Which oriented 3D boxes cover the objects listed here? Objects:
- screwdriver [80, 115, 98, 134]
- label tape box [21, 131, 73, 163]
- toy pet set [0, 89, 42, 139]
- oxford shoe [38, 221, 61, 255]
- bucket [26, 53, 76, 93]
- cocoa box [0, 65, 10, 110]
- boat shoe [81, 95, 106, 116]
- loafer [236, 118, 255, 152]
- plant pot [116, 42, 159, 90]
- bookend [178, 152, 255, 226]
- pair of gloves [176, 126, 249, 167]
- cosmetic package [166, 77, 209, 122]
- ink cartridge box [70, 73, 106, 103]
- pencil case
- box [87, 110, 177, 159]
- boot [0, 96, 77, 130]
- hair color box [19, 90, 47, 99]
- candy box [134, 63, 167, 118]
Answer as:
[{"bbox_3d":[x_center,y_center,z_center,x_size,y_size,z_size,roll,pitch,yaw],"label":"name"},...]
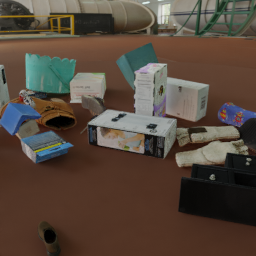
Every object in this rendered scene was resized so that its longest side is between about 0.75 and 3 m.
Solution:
[{"bbox_3d":[-1.470,-0.109,10.765,0.210,0.219,1.503,-32,17,31],"label":"screwdriver"},{"bbox_3d":[-2.473,0.639,8.592,1.074,0.471,1.489,-18,29,-36],"label":"label tape box"},{"bbox_3d":[-4.159,-0.494,9.606,2.107,1.199,2.257,37,61,27],"label":"toy pet set"},{"bbox_3d":[-1.542,2.048,5.454,0.329,0.383,0.907,-17,27,-30],"label":"oxford shoe"},{"bbox_3d":[-4.027,-2.837,14.551,2.677,1.742,2.677,7,14,-2],"label":"bucket"},{"bbox_3d":[-5.991,-1.632,12.037,1.256,1.914,1.276,-3,23,-6],"label":"cocoa box"},{"bbox_3d":[-1.373,-1.076,12.237,0.757,0.769,2.065,-13,28,-28],"label":"boat shoe"},{"bbox_3d":[4.252,0.516,8.636,0.956,0.983,2.693,37,14,-16],"label":"loafer"},{"bbox_3d":[0.693,-2.720,13.739,1.526,2.161,1.527,-27,8,-14],"label":"plant pot"},{"bbox_3d":[2.356,1.212,6.695,2.002,0.928,2.015,7,24,15],"label":"bookend"},{"bbox_3d":[2.519,0.446,8.725,2.066,0.426,2.430,-6,22,12],"label":"pair of gloves"},{"bbox_3d":[2.057,-1.319,11.995,2.509,1.416,1.018,16,28,37],"label":"cosmetic package"},{"bbox_3d":[-2.032,-2.116,14.407,1.611,0.926,2.752,0,23,0],"label":"ink cartridge box"},{"bbox_3d":[4.390,-0.334,10.442,0.908,0.816,2.091,6,16,-35],"label":"pencil case"},{"bbox_3d":[0.158,0.131,9.365,2.638,0.793,1.539,9,25,20],"label":"box"},{"bbox_3d":[-3.381,-0.420,10.692,2.660,1.020,2.065,-4,26,-27],"label":"boot"},{"bbox_3d":[-4.768,-1.648,14.068,1.163,0.352,0.582,-19,30,-38],"label":"hair color box"},{"bbox_3d":[0.893,-1.233,10.746,0.787,2.201,1.846,8,24,20],"label":"candy box"}]
